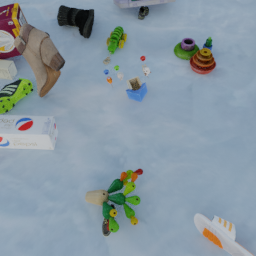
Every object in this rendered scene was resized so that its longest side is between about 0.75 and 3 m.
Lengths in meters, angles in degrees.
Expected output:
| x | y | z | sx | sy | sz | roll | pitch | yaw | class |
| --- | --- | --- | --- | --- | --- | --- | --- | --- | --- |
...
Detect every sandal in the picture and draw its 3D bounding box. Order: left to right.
| x | y | z | sx | sy | sz | roll | pitch | yaw | class |
| --- | --- | --- | --- | --- | --- | --- | --- | --- | --- |
| 2.458 | 2.644 | 6.789 | 1.872 | 0.717 | 0.536 | 37 | 59 | 15 | sandal |

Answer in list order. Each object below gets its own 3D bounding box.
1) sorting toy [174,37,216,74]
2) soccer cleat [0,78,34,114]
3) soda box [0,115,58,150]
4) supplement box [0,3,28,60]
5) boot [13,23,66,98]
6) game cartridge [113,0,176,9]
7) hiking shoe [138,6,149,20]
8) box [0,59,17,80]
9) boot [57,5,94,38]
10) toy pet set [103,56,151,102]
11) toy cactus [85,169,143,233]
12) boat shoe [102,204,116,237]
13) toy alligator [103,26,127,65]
| x | y | z | sx | sy | sz | roll | pitch | yaw | class |
| --- | --- | --- | --- | --- | --- | --- | --- | --- | --- |
| 2.757 | -3.074 | 11.033 | 1.278 | 0.873 | 2.127 | -22 | 55 | -16 | sorting toy |
| -4.184 | -1.106 | 9.721 | 0.791 | 0.659 | 1.951 | 21 | 48 | 25 | soccer cleat |
| -3.434 | 0.132 | 8.600 | 2.363 | 0.805 | 0.752 | 2 | 52 | 1 | soda box |
| -5.216 | -3.492 | 10.672 | 2.787 | 1.538 | 1.193 | -14 | 50 | 0 | supplement box |
| -3.016 | -2.212 | 9.185 | 1.674 | 2.289 | 0.804 | 42 | 42 | -5 | boot |
| 0.750 | -6.214 | 13.409 | 2.696 | 0.517 | 1.748 | -11 | 29 | -9 | game cartridge |
| 0.761 | -5.527 | 13.168 | 0.372 | 0.495 | 0.983 | 16 | 54 | 12 | hiking shoe |
| -4.922 | -2.243 | 10.587 | 1.234 | 0.586 | 0.480 | 9 | 52 | 5 | box |
| -2.348 | -4.650 | 12.266 | 1.586 | 0.798 | 2.121 | 5 | 42 | -4 | boot |
| 0.111 | -1.479 | 9.344 | 1.450 | 1.354 | 0.770 | -21 | 60 | 1 | toy pet set |
| -0.354 | 1.860 | 7.390 | 1.533 | 0.950 | 1.858 | -2 | 53 | 22 | toy cactus |
| -0.499 | 2.373 | 7.225 | 0.292 | 0.246 | 0.818 | 8 | 53 | 6 | boat shoe |
| -0.560 | -3.583 | 11.583 | 0.683 | 0.625 | 2.305 | 13 | 53 | 10 | toy alligator |
